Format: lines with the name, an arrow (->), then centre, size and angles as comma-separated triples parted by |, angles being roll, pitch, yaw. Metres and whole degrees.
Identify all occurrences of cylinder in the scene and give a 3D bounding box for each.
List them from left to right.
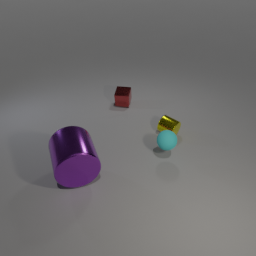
cylinder -> -1.685, 0.882, 8.742 | 1.400, 1.400, 1.400 | -10, 40, -17
cylinder -> 1.643, -0.072, 11.204 | 0.700, 0.700, 0.700 | 29, 40, 26

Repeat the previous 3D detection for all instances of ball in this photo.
ball -> 1.338, 0.423, 9.625 | 0.700, 0.700, 0.700 | 0, 30, 0

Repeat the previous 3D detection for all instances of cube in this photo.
cube -> -0.234, -1.513, 13.507 | 0.700, 0.700, 0.700 | 6, 48, 9
